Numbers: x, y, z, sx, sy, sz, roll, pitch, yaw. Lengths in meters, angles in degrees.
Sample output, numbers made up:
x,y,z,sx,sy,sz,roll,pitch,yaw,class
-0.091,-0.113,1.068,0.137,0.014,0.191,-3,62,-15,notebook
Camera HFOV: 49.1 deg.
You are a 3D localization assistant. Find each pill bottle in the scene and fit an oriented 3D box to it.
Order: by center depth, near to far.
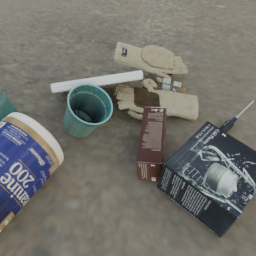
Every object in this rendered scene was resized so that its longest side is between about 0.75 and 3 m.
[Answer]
x,y,z,sx,sy,sz,roll,pitch,yaw,class
-2.820,1.165,5.665,1.612,1.612,2.904,24,56,23,pill bottle

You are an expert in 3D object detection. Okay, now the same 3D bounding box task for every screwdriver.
x,y,z,sx,sy,sz,roll,pitch,yaw,class
3.231,-0.370,8.151,1.687,0.245,0.235,-38,86,-19,screwdriver

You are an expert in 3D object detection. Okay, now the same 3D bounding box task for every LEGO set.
x,y,z,sx,sy,sz,roll,pitch,yaw,class
1.441,-1.208,8.901,0.780,0.582,0.191,19,42,18,LEGO set

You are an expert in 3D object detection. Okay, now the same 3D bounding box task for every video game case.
x,y,z,sx,sy,sz,roll,pitch,yaw,class
-0.939,-1.370,8.362,2.442,0.285,2.220,-9,10,-7,video game case

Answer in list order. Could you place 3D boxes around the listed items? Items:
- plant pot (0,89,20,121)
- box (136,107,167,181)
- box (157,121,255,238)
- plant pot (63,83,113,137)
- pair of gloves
x,y,z,sx,sy,sz,roll,pitch,yaw,class
-4.440,-0.974,6.661,2.795,2.737,2.795,-8,32,5,plant pot
0.612,0.371,6.932,0.634,0.848,1.693,2,51,8,box
1.864,1.044,6.107,1.701,1.073,1.731,37,56,22,box
-1.134,-0.356,7.230,1.151,1.127,1.151,13,59,-22,plant pot
0.804,-1.452,8.838,2.540,0.524,2.987,3,56,-11,pair of gloves
